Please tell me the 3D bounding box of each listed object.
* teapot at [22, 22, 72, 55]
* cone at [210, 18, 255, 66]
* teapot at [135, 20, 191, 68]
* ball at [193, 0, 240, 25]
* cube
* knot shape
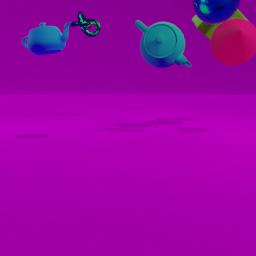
[{"bbox_3d":[-1.646,-1.838,5.713,1.228,0.601,0.763,-7,10,19],"label":"teapot"},{"bbox_3d":[2.516,-2.100,6.460,1.160,1.160,1.164,2,5,14],"label":"cone"},{"bbox_3d":[0.975,-2.287,7.729,2.024,1.259,0.991,43,10,8],"label":"teapot"},{"bbox_3d":[2.489,-3.615,7.910,1.299,1.299,1.299,0,7,0],"label":"ball"},{"bbox_3d":[3.052,-3.564,9.360,1.190,1.190,1.190,36,28,-19],"label":"cube"},{"bbox_3d":[-1.669,-4.180,11.400,1.139,0.563,1.218,28,38,-5],"label":"knot shape"}]
